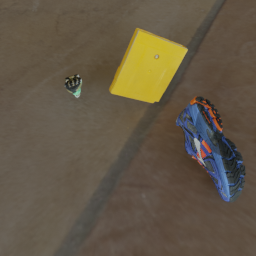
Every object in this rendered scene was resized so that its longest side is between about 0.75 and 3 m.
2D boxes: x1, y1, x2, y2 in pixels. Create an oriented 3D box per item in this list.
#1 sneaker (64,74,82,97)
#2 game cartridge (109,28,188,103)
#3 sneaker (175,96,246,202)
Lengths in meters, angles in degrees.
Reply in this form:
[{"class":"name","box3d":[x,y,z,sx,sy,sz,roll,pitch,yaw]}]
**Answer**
[{"class":"sneaker","box3d":[-1.705,-1.317,9.251,0.584,0.672,1.518,-20,25,-1]},{"class":"game cartridge","box3d":[0.605,-1.807,8.641,1.825,2.070,0.336,10,34,-30]},{"class":"sneaker","box3d":[2.104,0.579,7.249,1.033,1.076,2.742,-4,68,-41]}]
